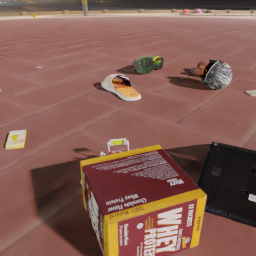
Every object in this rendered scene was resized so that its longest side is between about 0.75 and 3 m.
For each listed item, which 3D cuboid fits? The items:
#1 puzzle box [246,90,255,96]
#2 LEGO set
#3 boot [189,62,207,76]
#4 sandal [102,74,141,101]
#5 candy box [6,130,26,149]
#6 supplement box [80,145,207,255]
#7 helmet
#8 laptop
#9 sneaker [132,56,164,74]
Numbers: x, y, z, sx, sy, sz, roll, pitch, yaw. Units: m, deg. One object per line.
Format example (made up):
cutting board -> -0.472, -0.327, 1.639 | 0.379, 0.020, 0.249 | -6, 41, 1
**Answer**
puzzle box -> 5.954, -1.629, 12.979 | 0.752, 0.096, 0.500 | -6, 27, -11
LEGO set -> -0.487, 0.791, 7.265 | 1.812, 0.675, 0.834 | -20, 43, -18
boot -> 4.494, -3.161, 15.463 | 1.674, 0.573, 1.576 | 22, 34, 35
sandal -> -0.266, -2.062, 13.023 | 1.093, 0.818, 2.854 | -15, 31, -27
candy box -> -3.607, 0.355, 9.062 | 0.522, 0.135, 1.022 | -4, 28, -13
supplement box -> 0.193, 1.482, 5.628 | 1.871, 1.260, 1.897 | -10, 29, -19
helmet -> 4.216, -2.523, 13.304 | 1.460, 1.460, 1.392 | -7, 30, -14
laptop -> 3.267, 1.357, 7.100 | 2.573, 1.499, 2.903 | 12, 55, 24
sneaker -> 1.028, -3.661, 16.249 | 1.050, 0.962, 2.466 | 12, 20, 37
